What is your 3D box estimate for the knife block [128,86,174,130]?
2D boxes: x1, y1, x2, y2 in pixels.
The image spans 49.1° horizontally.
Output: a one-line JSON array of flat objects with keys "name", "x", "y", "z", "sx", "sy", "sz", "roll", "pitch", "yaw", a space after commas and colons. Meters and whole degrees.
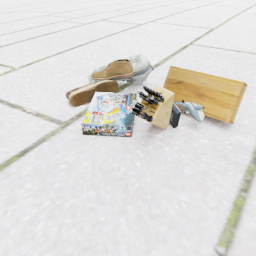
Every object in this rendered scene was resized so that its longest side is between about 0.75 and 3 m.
[{"name": "knife block", "x": 0.606, "y": -0.389, "z": 7.943, "sx": 0.600, "sy": 1.874, "sz": 1.645, "roll": 30, "pitch": 50, "yaw": 25}]

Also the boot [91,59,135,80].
[{"name": "boot", "x": -0.641, "y": -2.195, "z": 10.512, "sx": 1.771, "sy": 0.668, "sz": 0.652, "roll": -4, "pitch": 32, "yaw": 23}]

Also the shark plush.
[{"name": "shark plush", "x": 1.939, "y": -0.601, "z": 8.807, "sx": 1.087, "sy": 0.494, "sz": 0.453, "roll": 35, "pitch": 78, "yaw": 14}]

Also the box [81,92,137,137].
[{"name": "box", "x": -0.539, "y": -0.518, "z": 9.362, "sx": 1.534, "sy": 0.423, "sz": 2.246, "roll": 3, "pitch": 33, "yaw": 5}]

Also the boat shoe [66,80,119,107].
[{"name": "boat shoe", "x": -1.358, "y": -1.424, "z": 10.590, "sx": 2.063, "sy": 0.744, "sz": 0.743, "roll": -24, "pitch": 40, "yaw": -23}]

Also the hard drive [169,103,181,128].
[{"name": "hard drive", "x": 1.257, "y": -0.637, "z": 8.904, "sx": 0.186, "sy": 0.788, "sz": 1.129, "roll": -25, "pitch": 59, "yaw": -15}]

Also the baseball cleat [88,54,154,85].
[{"name": "baseball cleat", "x": -0.270, "y": -2.104, "z": 11.566, "sx": 2.715, "sy": 1.445, "sz": 0.947, "roll": -12, "pitch": 60, "yaw": 28}]

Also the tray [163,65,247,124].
[{"name": "tray", "x": 2.407, "y": -1.176, "z": 9.411, "sx": 2.680, "sy": 1.322, "sz": 0.496, "roll": 23, "pitch": 9, "yaw": 37}]
